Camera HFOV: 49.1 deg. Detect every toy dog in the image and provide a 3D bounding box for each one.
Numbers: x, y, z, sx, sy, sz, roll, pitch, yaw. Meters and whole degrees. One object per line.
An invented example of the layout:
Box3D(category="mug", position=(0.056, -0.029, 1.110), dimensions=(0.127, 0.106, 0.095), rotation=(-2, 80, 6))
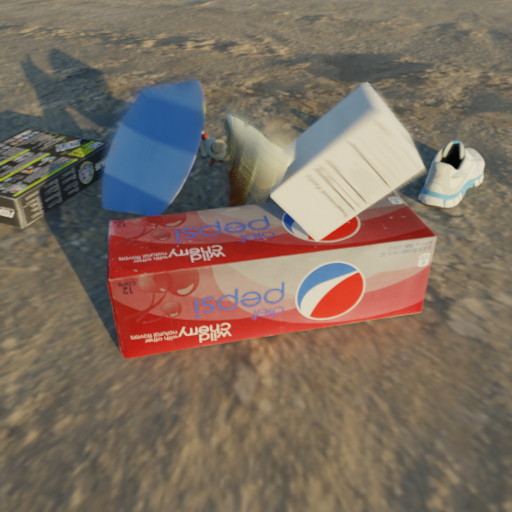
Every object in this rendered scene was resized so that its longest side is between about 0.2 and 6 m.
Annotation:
Box3D(category="toy dog", position=(-1.179, -2.559, 13.367), dimensions=(0.614, 0.840, 1.274), rotation=(-52, 44, -4))

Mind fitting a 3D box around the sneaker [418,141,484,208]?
Box3D(category="sneaker", position=(4.342, -1.992, 12.020), dimensions=(0.979, 1.132, 2.611), rotation=(17, 36, 26))

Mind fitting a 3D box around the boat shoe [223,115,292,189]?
Box3D(category="boat shoe", position=(-0.106, -1.384, 7.292), dimensions=(0.595, 0.498, 1.665), rotation=(22, 18, -33))

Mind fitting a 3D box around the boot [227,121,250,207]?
Box3D(category="boot", position=(-0.216, -1.312, 10.498), dimensions=(0.642, 1.875, 1.765), rotation=(0, -11, -1))

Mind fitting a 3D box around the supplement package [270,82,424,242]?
Box3D(category="supplement package", position=(1.136, -1.227, 7.473), dimensions=(1.721, 1.031, 1.043), rotation=(-35, 28, 25))

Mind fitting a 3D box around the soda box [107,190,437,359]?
Box3D(category="soda box", position=(0.183, 0.188, 8.390), dimensions=(4.586, 1.454, 1.605), rotation=(-7, 35, -10))

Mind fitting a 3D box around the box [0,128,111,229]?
Box3D(category="box", position=(-4.983, -1.788, 12.097), dimensions=(2.450, 0.677, 3.058), rotation=(13, 36, 18))

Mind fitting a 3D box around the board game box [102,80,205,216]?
Box3D(category="board game box", position=(-1.677, -1.811, 9.980), dimensions=(0.588, 2.387, 3.022), rotation=(21, -6, -41))
